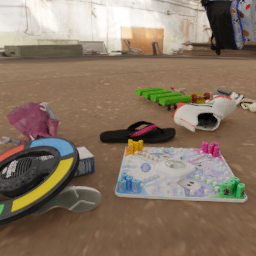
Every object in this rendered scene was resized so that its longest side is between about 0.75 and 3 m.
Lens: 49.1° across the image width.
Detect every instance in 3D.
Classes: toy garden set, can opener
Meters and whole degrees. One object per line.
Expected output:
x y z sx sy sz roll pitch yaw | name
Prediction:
1.862 -1.265 11.780 2.206 0.528 2.647 -9 19 -20 | toy garden set
4.399 -1.314 12.128 0.630 0.499 1.897 31 8 -23 | can opener

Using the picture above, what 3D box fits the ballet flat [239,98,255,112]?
4.700 -0.813 10.567 0.462 0.467 1.373 -25 17 -8 | ballet flat

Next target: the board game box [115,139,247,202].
0.971 0.747 5.734 2.236 0.289 2.235 1 17 5 | board game box

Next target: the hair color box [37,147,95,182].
-1.352 0.742 5.591 1.246 0.377 0.623 -9 20 -26 | hair color box

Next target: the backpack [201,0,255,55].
1.764 -1.929 4.485 0.877 1.138 1.084 10 65 30 | backpack

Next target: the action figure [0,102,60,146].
-2.270 0.170 6.945 1.336 1.485 1.995 -32 45 -8 | action figure

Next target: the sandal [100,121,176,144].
0.287 0.085 7.504 2.091 0.471 0.785 -2 18 -6 | sandal

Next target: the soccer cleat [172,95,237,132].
2.542 -0.392 8.529 2.627 0.901 1.119 -8 36 -32 | soccer cleat

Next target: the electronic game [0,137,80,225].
-1.756 0.772 4.583 2.009 0.418 2.009 -14 30 8 | electronic game

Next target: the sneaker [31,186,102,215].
-1.033 1.074 4.492 1.218 0.428 0.488 -2 15 -3 | sneaker
